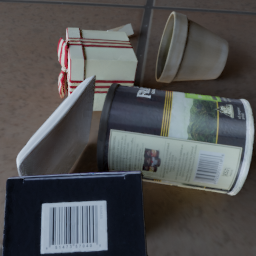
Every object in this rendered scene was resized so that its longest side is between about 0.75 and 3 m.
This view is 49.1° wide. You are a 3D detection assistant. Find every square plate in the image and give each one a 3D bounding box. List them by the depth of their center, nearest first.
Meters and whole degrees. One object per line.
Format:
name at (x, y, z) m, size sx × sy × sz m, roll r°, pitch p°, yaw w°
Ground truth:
square plate at (-1.476, 0.432, 5.940) m, size 0.357 × 2.486 × 2.510 m, roll 26°, pitch 51°, yaw 7°

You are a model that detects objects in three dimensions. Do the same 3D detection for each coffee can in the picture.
coffee can at (0.968, 0.229, 6.335) m, size 2.927 × 2.142 × 2.142 m, roll 8°, pitch 48°, yaw 5°

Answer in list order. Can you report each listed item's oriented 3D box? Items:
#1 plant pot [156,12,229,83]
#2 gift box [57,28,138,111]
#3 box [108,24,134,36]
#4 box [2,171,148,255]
plant pot at (2.044, -2.386, 8.948) m, size 1.882 × 2.169 × 2.169 m, roll 10°, pitch 47°, yaw -6°
gift box at (-1.038, -1.727, 8.353) m, size 2.050 × 2.026 × 2.196 m, roll -3°, pitch 39°, yaw -15°
box at (-0.364, -3.752, 11.103) m, size 1.054 × 0.410 × 0.500 m, roll -25°, pitch 15°, yaw -22°
box at (-0.722, 1.523, 4.757) m, size 1.866 × 2.521 × 1.315 m, roll -2°, pitch 77°, yaw -4°
